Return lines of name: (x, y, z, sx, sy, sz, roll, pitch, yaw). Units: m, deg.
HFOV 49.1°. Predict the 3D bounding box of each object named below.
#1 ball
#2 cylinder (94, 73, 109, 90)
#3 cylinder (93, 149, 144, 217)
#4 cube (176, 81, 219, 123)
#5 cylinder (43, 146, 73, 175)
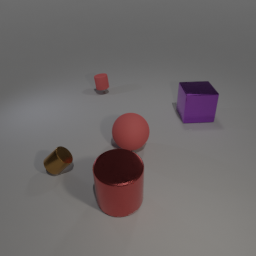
ball: (0.100, 0.131, 10.419, 1.400, 1.400, 1.400, 0, 32, 0)
cylinder: (-1.373, -2.412, 14.614, 0.700, 0.700, 0.700, -7, 27, 4)
cylinder: (-0.250, 1.549, 7.984, 1.400, 1.400, 1.400, -1, 39, 1)
cube: (3.049, -1.168, 12.502, 1.400, 1.400, 1.400, -3, 32, -4)
cylinder: (-2.315, 1.079, 9.296, 0.700, 0.700, 0.700, -40, 25, 23)
